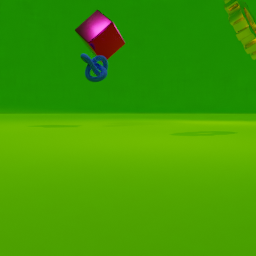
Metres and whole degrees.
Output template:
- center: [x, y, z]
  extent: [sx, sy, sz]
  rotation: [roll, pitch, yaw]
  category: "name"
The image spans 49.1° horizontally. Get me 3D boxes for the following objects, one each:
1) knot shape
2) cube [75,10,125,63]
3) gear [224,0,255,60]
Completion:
- center: [-1.097, -1.997, 9.484]
  extent: [1.145, 1.072, 0.529]
  rotation: [16, -38, -38]
  category: "knot shape"
- center: [-1.032, -3.402, 10.446]
  extent: [1.160, 1.160, 1.160]
  rotation: [49, 1, 34]
  category: "cube"
- center: [2.893, -2.475, 6.840]
  extent: [0.302, 1.632, 1.632]
  rotation: [-26, -13, 36]
  category: "gear"
